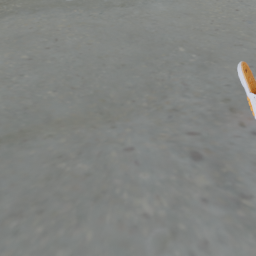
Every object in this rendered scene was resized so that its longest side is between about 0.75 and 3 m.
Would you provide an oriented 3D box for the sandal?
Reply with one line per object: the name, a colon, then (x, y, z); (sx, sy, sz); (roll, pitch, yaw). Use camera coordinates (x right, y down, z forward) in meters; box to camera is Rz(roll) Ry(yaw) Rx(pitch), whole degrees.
sandal: (3.475, -0.931, 7.349); (0.720, 1.879, 0.538); (-34, 10, -39)
